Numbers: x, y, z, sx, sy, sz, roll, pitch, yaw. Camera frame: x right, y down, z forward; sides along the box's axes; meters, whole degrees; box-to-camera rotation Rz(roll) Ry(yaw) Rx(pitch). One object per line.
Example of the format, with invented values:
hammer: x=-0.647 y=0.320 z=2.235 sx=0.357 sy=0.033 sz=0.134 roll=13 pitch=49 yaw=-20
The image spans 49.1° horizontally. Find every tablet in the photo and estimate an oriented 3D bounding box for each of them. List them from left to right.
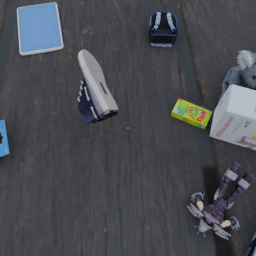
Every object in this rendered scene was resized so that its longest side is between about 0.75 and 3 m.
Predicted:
tablet: x=-3.605 y=-4.086 z=11.412 sx=1.696 sy=0.178 sz=2.607 roll=-11 pitch=65 yaw=-6

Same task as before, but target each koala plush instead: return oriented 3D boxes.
koala plush: x=4.123 y=-1.711 z=9.153 sx=1.863 sy=2.101 sz=1.930 roll=8 pitch=63 yaw=5

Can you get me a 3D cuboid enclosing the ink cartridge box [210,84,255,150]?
ink cartridge box: x=3.973 y=-0.153 z=8.547 sx=2.488 sy=1.798 sz=1.053 roll=18 pitch=65 yaw=9

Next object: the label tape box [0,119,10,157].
label tape box: x=-4.623 y=0.621 z=8.853 sx=1.795 sy=0.568 sz=1.294 roll=-16 pitch=65 yaw=-8

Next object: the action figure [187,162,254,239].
action figure: x=2.698 y=2.128 z=8.033 sx=1.505 sy=0.802 sz=2.313 roll=40 pitch=73 yaw=10

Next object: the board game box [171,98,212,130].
board game box: x=2.161 y=-0.488 z=9.561 sx=1.222 sy=0.291 sz=0.621 roll=24 pitch=66 yaw=11

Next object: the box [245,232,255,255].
box: x=4.426 y=3.375 z=7.501 sx=1.985 sy=0.548 sz=2.906 roll=32 pitch=68 yaw=15

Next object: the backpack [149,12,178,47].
backpack: x=1.361 y=-3.892 z=10.951 sx=1.117 sy=0.823 sz=1.224 roll=1 pitch=65 yaw=1

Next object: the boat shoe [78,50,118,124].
boat shoe: x=-1.158 y=-1.119 z=8.074 sx=0.994 sy=0.800 sz=2.142 roll=-29 pitch=77 yaw=26
